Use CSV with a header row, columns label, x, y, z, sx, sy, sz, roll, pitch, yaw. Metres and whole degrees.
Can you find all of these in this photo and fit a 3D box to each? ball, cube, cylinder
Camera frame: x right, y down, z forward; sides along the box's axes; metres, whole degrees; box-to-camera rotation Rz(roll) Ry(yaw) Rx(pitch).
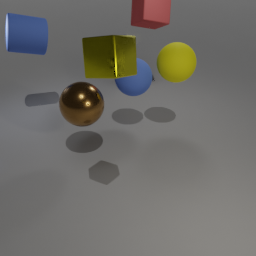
label,x,y,z,sx,sy,sz,roll,pitch,yaw
ball,-1.438,-0.741,8.741,1.400,1.400,1.400,0,30,0
cube,-0.315,-1.274,5.030,0.700,0.700,0.700,7,18,33
ball,1.721,-2.326,9.976,1.400,1.400,1.400,0,30,0
cube,1.069,-5.604,13.293,1.400,1.400,1.400,0,8,-25
ball,0.199,-1.882,10.374,1.400,1.400,1.400,0,30,0
cylinder,-3.925,-3.606,10.843,1.400,1.400,1.400,-1,28,-26
